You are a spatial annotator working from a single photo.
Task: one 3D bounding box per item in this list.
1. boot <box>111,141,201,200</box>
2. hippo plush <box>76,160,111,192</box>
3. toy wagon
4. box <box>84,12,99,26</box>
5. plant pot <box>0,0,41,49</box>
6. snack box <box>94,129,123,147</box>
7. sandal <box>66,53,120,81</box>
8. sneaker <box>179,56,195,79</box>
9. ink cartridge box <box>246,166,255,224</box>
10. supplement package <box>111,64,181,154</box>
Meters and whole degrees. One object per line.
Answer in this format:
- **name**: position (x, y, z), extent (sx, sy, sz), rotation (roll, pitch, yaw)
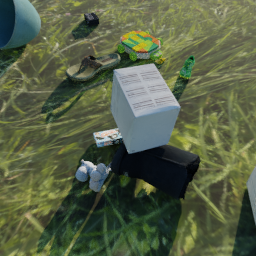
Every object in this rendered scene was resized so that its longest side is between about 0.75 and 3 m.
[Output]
- **boot**: position (1.147, 0.688, 9.149), extent (2.503, 1.138, 2.979), rotation (18, 54, 17)
- **hippo plush**: position (-1.128, 1.315, 8.764), extent (0.926, 0.918, 1.152), rotation (22, 52, 17)
- **toy wagon**: position (0.821, -3.970, 13.738), extent (1.993, 0.508, 2.568), rotation (-35, 57, -27)
- **box**: position (-2.048, -6.140, 15.774), extent (0.636, 0.355, 0.901), rotation (-19, 51, -12)
- **plant pot**: position (-5.457, -5.248, 13.721), extent (2.802, 2.802, 1.887), rotation (35, 27, 27)
- **snack box**: position (-0.588, 0.317, 9.956), extent (1.163, 0.216, 0.676), rotation (-12, 30, -14)
- **sandal**: position (-1.599, -2.948, 12.639), extent (2.759, 0.787, 1.096), rotation (-31, 55, -24)
- **sneaker**: position (2.671, -2.761, 12.599), extent (0.535, 0.603, 1.443), rotation (15, 51, 12)
- **ink cartridge box**: position (4.891, 2.129, 7.931), extent (2.471, 1.061, 1.809), rotation (3, 48, 4)
- **supplement package**: position (0.407, -0.574, 8.338), extent (1.351, 1.757, 1.837), rotation (-13, 55, -16)
